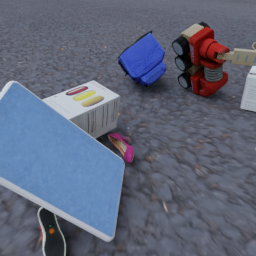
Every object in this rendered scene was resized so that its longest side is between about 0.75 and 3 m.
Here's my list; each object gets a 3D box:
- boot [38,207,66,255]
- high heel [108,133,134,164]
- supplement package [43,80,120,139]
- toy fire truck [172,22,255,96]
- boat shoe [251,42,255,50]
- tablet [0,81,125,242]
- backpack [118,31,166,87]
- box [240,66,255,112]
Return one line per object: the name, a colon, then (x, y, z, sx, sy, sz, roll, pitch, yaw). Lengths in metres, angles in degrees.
boot: (-1.308, 1.827, 4.775, 0.360, 0.718, 0.995, -11, 77, -21)
high heel: (-0.192, 0.495, 6.784, 0.550, 0.386, 1.145, 11, 20, -15)
supplement package: (-1.220, -0.297, 6.917, 1.051, 1.012, 1.847, 33, 44, 29)
toy fire truck: (2.915, -1.987, 8.891, 1.624, 2.221, 2.524, -35, 49, -12)
boat shoe: (4.662, -2.418, 8.713, 0.778, 0.779, 2.153, -37, 39, -1)
tablet: (-1.139, 0.557, 4.739, 0.189, 2.763, 1.798, -32, 32, 32)
backpack: (0.509, -2.306, 10.112, 1.524, 1.574, 1.876, -32, 8, 1)
box: (4.714, -1.259, 8.918, 1.747, 1.148, 1.757, 17, 36, 24)
